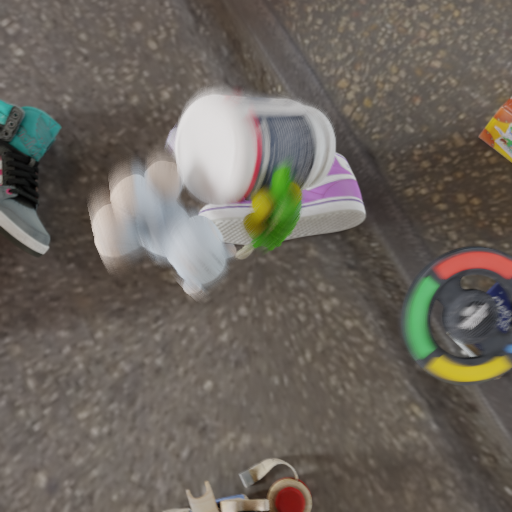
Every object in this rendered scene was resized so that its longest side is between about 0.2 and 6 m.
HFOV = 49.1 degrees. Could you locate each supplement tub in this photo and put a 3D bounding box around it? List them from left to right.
[{"bbox_3d":[0.026,-1.487,7.819,2.009,1.410,1.410,-12,67,-45],"label":"supplement tub"}]

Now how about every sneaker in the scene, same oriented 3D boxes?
[{"bbox_3d":[-3.926,-1.530,9.366,1.797,1.245,2.977,-42,75,-2],"label":"sneaker"},{"bbox_3d":[0.318,-1.093,9.394,2.753,0.998,1.569,-6,67,-10],"label":"sneaker"}]

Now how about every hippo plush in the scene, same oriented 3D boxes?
[{"bbox_3d":[-1.167,-0.142,7.290,1.424,1.788,1.438,-39,72,-16],"label":"hippo plush"}]

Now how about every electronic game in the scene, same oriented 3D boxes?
[{"bbox_3d":[3.194,0.907,8.315,2.113,0.440,2.113,-1,100,-5],"label":"electronic game"}]

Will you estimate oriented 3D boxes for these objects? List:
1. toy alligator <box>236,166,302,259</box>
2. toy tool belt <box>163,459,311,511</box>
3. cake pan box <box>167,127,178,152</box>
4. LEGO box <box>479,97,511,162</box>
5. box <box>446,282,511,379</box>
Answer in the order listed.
[{"bbox_3d":[0.208,-0.375,7.671,0.624,2.103,0.571,-26,68,-31],"label":"toy alligator"},{"bbox_3d":[-0.424,3.810,7.365,2.693,1.655,1.681,-25,74,-8],"label":"toy tool belt"},{"bbox_3d":[-0.563,-1.678,9.045,1.386,0.363,1.277,-33,82,-30],"label":"cake pan box"},{"bbox_3d":[5.668,-2.073,9.571,2.721,1.050,2.026,43,77,12],"label":"LEGO box"},{"bbox_3d":[4.009,1.022,8.976,1.673,0.271,1.013,-42,78,-11],"label":"box"}]
